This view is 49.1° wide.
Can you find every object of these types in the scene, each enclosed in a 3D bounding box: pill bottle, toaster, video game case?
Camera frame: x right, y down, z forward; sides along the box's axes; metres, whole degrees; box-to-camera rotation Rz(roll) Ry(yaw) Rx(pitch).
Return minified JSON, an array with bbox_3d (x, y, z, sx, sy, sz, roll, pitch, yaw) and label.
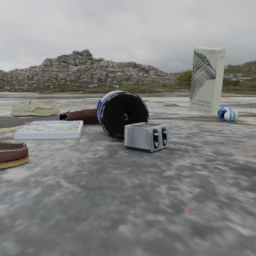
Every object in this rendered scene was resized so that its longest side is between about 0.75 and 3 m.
[{"bbox_3d":[-0.266,-0.460,8.520,1.349,1.349,2.411,-1,8,-10],"label":"pill bottle"},{"bbox_3d":[0.420,0.209,6.751,0.957,0.568,0.865,6,10,37],"label":"toaster"},{"bbox_3d":[-2.411,0.026,9.061,1.813,0.228,2.532,-1,9,-7],"label":"video game case"}]

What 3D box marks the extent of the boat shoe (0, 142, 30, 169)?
[{"bbox_3d":[-2.856,0.400,4.957,2.145,0.754,0.755,-5,8,-35],"label":"boat shoe"}]

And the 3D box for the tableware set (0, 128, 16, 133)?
[{"bbox_3d":[-4.162,0.223,7.714,1.565,0.217,1.873,2,12,41],"label":"tableware set"}]

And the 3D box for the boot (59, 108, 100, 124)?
[{"bbox_3d":[-1.533,-0.404,10.488,1.573,0.684,1.891,-6,3,-37],"label":"boot"}]

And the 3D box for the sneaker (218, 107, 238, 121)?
[{"bbox_3d":[4.254,-0.633,12.354,0.615,0.553,1.495,-3,8,-6],"label":"sneaker"}]

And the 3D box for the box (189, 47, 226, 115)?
[{"bbox_3d":[2.734,-1.646,9.698,0.910,2.214,0.757,14,24,36],"label":"box"}]

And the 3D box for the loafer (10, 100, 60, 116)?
[{"bbox_3d":[-4.545,-0.989,13.786,2.322,0.793,0.878,-4,9,-23],"label":"loafer"}]
